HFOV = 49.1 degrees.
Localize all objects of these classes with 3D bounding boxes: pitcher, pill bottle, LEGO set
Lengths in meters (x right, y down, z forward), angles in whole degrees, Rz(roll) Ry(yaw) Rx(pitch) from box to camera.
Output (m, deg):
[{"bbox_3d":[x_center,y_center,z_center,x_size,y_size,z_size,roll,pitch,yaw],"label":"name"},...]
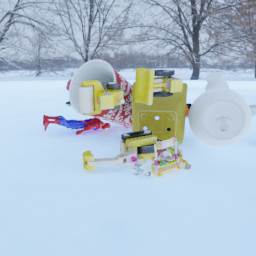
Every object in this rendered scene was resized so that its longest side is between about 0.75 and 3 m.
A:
[{"bbox_3d":[3.118,-0.415,8.678,2.451,1.732,2.857,-11,3,12],"label":"pitcher"},{"bbox_3d":[4.213,-1.581,13.065,1.022,1.960,1.022,-19,31,12],"label":"pill bottle"},{"bbox_3d":[0.915,0.490,6.578,0.919,0.743,1.997,6,19,36],"label":"LEGO set"}]

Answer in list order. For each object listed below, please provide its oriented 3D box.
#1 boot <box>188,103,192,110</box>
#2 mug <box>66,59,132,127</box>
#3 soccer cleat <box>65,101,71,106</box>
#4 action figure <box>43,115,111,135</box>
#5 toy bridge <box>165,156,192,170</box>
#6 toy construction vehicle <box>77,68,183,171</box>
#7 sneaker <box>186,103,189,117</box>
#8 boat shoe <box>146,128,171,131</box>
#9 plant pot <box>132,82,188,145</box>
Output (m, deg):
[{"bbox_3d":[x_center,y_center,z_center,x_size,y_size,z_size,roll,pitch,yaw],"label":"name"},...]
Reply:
[{"bbox_3d":[2.743,-1.087,14.533,1.138,0.517,1.354,1,18,19],"label":"boot"},{"bbox_3d":[-0.663,-1.220,10.092,2.444,1.837,2.753,48,13,30],"label":"mug"},{"bbox_3d":[-3.310,-1.664,17.101,0.459,0.551,1.359,8,15,32],"label":"soccer cleat"},{"bbox_3d":[-1.770,-0.105,10.039,2.425,0.627,0.793,0,17,-23],"label":"action figure"},{"bbox_3d":[1.261,0.828,6.881,0.278,0.113,0.827,-4,13,-31],"label":"toy bridge"},{"bbox_3d":[0.170,-0.226,6.678,2.665,2.320,0.939,-7,20,-30],"label":"toy construction vehicle"},{"bbox_3d":[2.758,-0.855,13.299,0.425,0.614,1.096,-4,14,-23],"label":"sneaker"},{"bbox_3d":[1.213,0.013,9.913,1.169,0.388,0.437,5,14,23],"label":"boat shoe"},{"bbox_3d":[0.921,-0.325,8.529,1.772,1.783,1.824,2,22,7],"label":"plant pot"}]
